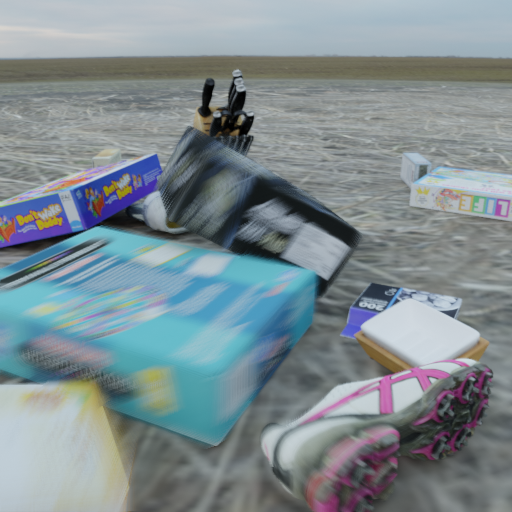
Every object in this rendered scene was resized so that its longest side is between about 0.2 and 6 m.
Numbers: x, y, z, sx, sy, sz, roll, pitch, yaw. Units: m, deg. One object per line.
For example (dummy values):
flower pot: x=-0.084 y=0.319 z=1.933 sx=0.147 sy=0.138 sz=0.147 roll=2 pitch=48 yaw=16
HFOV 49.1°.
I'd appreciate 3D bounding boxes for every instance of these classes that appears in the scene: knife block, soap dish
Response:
knife block: x=-0.827 y=-2.659 z=11.926 sx=0.934 sy=2.562 sz=2.919 roll=-5 pitch=22 yaw=-16
soap dish: x=1.624 y=0.894 z=5.585 sx=0.811 sy=0.419 sz=1.031 roll=-25 pitch=31 yaw=-23

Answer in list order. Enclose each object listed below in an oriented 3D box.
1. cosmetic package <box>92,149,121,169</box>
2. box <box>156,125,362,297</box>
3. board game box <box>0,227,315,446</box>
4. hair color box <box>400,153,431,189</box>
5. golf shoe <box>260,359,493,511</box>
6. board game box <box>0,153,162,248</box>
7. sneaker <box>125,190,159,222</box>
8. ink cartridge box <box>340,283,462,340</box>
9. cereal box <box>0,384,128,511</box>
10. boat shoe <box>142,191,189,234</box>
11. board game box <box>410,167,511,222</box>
cosmetic package: x=-3.535 y=-2.151 z=13.338 sx=0.411 sy=0.608 sz=1.155 roll=0 pitch=20 yaw=0
box: x=-0.033 y=-0.651 z=7.514 sx=2.309 sy=0.995 sz=1.891 roll=27 pitch=11 yaw=-21
board game box: x=-1.214 y=0.591 z=5.996 sx=3.093 sy=0.726 sz=2.335 roll=11 pitch=24 yaw=23
hair color box: x=3.610 y=-1.926 z=12.727 sx=0.375 sy=0.612 sz=1.236 roll=1 pitch=21 yaw=2
golf shoe: x=1.027 y=1.220 z=4.450 sx=2.119 sy=0.769 sz=0.976 roll=-14 pitch=25 yaw=-32
board game box: x=-3.053 y=-1.013 z=9.689 sx=1.920 sy=0.639 sz=2.856 roll=-10 pitch=17 yaw=19
sneaker: x=-1.560 y=-1.107 z=10.367 sx=1.851 sy=0.799 sz=0.718 roll=-14 pitch=24 yaw=-32
ink cartridge box: x=1.694 y=0.707 z=6.491 sx=1.141 sy=0.250 sz=1.152 roll=10 pitch=26 yaw=25
cereal box: x=-2.067 y=1.382 z=3.793 sx=2.105 sy=0.416 sz=1.515 roll=4 pitch=14 yaw=-25
boat shoe: x=-0.599 y=-0.943 z=9.751 sx=2.594 sy=0.958 sz=1.106 roll=-16 pitch=27 yaw=-31
board game box: x=4.708 y=-1.214 z=11.086 sx=2.787 sy=0.477 sz=1.874 roll=13 pitch=25 yaw=30
